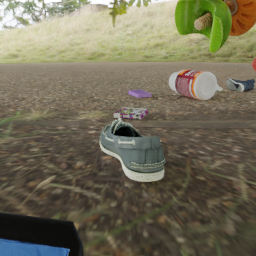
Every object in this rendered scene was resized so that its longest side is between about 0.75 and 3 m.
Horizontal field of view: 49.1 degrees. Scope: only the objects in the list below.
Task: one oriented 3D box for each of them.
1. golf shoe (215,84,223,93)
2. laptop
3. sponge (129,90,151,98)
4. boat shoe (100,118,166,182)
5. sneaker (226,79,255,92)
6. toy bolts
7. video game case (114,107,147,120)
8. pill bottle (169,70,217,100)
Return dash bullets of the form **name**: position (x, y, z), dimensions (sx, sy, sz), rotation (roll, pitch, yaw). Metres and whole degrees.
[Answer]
- **golf shoe**: position (4.191, -1.917, 13.179), dimensions (0.374, 0.465, 0.956), rotation (11, 18, 42)
- **laptop**: position (-1.442, 1.263, 0.462), dimensions (2.141, 1.248, 2.416), rotation (3, 16, 11)
- **sponge**: position (0.508, -1.510, 12.269), dimensions (0.637, 0.170, 1.141), rotation (-6, 17, -19)
- **boat shoe**: position (0.021, 0.190, 5.190), dimensions (0.862, 0.731, 2.366), rotation (-5, 17, -17)
- **sneaker**: position (5.543, -2.148, 13.675), dimensions (1.012, 0.532, 1.400), rotation (-14, 28, -11)
- **toy bolts**: position (2.600, -2.473, 4.927), dimensions (2.005, 2.761, 2.890), rotation (-35, 60, -18)
- **video game case**: position (0.095, -0.447, 8.507), dimensions (0.829, 0.164, 0.915), rotation (4, 16, 15)
- **pill bottle**: position (2.625, -1.851, 11.707), dimensions (1.123, 1.123, 1.988), rotation (-8, 18, -27)
